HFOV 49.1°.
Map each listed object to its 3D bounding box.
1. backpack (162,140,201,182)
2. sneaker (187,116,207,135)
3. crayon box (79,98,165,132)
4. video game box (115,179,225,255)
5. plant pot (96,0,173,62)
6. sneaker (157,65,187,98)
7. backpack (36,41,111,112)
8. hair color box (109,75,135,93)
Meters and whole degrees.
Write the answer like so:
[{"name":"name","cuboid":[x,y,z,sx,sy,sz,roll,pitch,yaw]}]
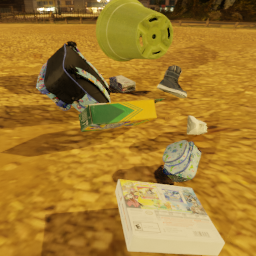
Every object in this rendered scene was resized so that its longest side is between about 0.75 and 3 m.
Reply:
[{"name":"backpack","cuboid":[1.089,0.698,5.930,0.737,0.592,0.806,-22,35,42]},{"name":"sneaker","cuboid":[1.823,-0.053,7.398,0.541,0.475,1.349,6,-1,14]},{"name":"crayon box","cuboid":[-0.157,-0.335,7.562,2.081,0.537,1.308,-8,-6,-22]},{"name":"video game box","cuboid":[0.582,1.388,4.484,1.440,0.337,1.312,10,25,-15]},{"name":"plant pot","cuboid":[0.436,-3.974,11.818,2.834,2.834,2.691,-12,28,-24]},{"name":"sneaker","cuboid":[1.879,-1.827,10.825,0.590,1.121,1.551,27,5,-40]},{"name":"backpack","cuboid":[-1.591,-1.349,8.984,1.460,2.170,1.981,-34,39,19]},{"name":"hair color box","cuboid":[-0.257,-1.877,11.856,0.621,0.380,1.255,-15,28,-24]}]
